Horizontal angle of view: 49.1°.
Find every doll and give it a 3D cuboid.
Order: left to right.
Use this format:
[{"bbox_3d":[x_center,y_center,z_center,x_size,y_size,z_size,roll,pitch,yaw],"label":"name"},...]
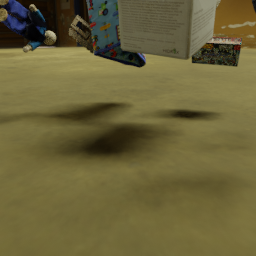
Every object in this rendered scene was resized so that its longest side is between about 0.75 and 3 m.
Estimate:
[{"bbox_3d":[-3.185,-3.228,8.959,0.580,1.634,2.395,2,-4,23],"label":"doll"}]

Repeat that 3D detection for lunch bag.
[{"bbox_3d":[-0.039,-3.555,10.276,1.356,2.171,2.883,-12,-7,29],"label":"lunch bag"}]

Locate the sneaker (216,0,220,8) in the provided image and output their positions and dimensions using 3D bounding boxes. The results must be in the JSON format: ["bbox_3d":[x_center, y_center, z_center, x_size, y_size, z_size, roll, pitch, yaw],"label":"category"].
[{"bbox_3d":[2.324,-3.751,8.639,1.413,0.508,0.512,-28,9,-16],"label":"sneaker"}]

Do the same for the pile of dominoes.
[{"bbox_3d":[-1.533,-3.246,9.867,1.176,0.917,0.187,35,-28,-21],"label":"pile of dominoes"}]

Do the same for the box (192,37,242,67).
[{"bbox_3d":[3.060,-2.682,9.818,1.640,1.123,0.327,9,64,20],"label":"box"}]

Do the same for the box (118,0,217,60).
[{"bbox_3d":[1.096,-3.114,7.543,2.076,1.778,2.065,17,39,27],"label":"box"}]

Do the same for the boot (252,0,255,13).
[{"bbox_3d":[2.579,-2.541,5.090,0.748,0.602,1.656,31,-5,41],"label":"boot"}]
